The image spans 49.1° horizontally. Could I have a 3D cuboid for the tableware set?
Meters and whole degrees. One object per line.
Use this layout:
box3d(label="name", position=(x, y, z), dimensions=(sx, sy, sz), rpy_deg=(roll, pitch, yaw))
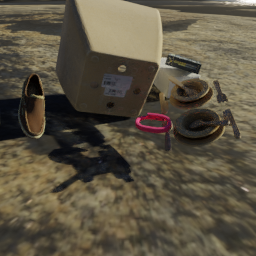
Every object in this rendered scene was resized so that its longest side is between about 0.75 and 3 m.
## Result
box3d(label="tableware set", position=(1.608, -0.562, 6.843), dimensions=(1.706, 0.517, 2.581), rpy_deg=(-12, 36, 12))

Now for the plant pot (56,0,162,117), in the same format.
box3d(label="plant pot", position=(-0.525, -1.860, 8.092), dimensions=(2.790, 2.793, 2.473), rpy_deg=(6, 43, -19))

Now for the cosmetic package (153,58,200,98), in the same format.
box3d(label="cosmetic package", position=(1.547, -1.878, 10.164), dimensions=(1.150, 0.838, 2.263), rpy_deg=(-4, 31, -13))

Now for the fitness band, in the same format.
box3d(label="fitness band", position=(0.598, -0.122, 6.649), dimensions=(0.856, 0.160, 0.614), rpy_deg=(8, 37, 18))

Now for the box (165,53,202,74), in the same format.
box3d(label="box", position=(1.783, -2.094, 9.041), dimensions=(1.077, 0.348, 1.365), rpy_deg=(18, 19, 5))

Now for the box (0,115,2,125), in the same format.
box3d(label="box", position=(-3.665, -0.922, 6.886), dimensions=(0.794, 1.510, 1.844), rpy_deg=(-6, -9, -21))

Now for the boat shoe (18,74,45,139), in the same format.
box3d(label="boat shoe", position=(-2.057, -0.522, 6.039), dimensions=(0.551, 0.552, 1.493), rpy_deg=(1, 61, -32))
